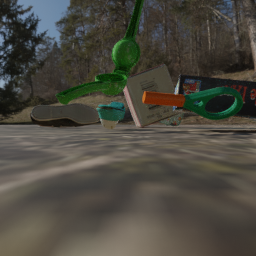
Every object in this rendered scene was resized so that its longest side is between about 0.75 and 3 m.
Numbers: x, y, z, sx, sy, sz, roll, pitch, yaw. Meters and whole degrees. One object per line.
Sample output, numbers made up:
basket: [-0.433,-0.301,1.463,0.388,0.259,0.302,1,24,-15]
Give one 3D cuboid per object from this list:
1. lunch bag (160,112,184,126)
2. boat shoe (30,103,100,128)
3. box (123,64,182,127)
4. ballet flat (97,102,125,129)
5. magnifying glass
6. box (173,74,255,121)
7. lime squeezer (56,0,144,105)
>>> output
lunch bag: [1.689,-0.703,11.033,1.022,1.274,0.491,14,24,-3]
boat shoe: [-1.675,-0.309,7.576,1.828,0.611,0.521,2,-24,-18]
box: [0.647,-0.868,8.542,1.231,1.445,2.260,-20,0,-2]
ballet flat: [-0.298,-0.228,5.451,0.475,0.496,1.411,10,9,6]
magnifying glass: [0.731,-0.296,3.136,1.137,0.127,0.453,3,-40,-10]
box: [1.980,-0.365,4.350,2.489,0.469,1.700,7,2,7]
lime squeezer: [-0.228,-1.197,4.505,0.534,2.832,1.000,5,-36,36]
